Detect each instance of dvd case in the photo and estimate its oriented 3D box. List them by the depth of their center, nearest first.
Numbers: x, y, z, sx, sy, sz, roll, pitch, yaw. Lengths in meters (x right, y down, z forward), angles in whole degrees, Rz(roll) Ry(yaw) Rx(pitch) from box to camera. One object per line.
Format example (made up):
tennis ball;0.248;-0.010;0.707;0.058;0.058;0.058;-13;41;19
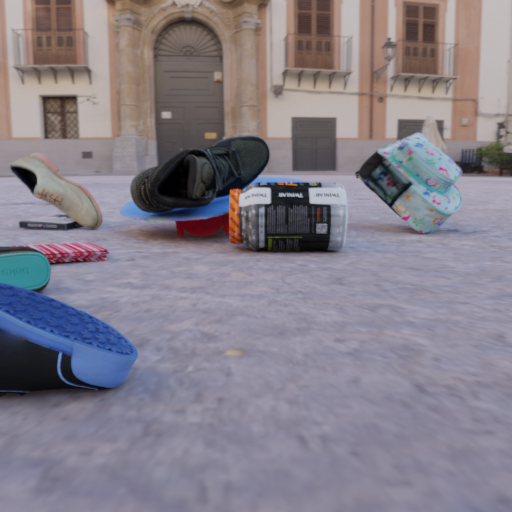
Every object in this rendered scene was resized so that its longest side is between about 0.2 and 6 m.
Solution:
dvd case;-5.246;-0.917;15.083;1.362;0.224;1.812;3;11;12

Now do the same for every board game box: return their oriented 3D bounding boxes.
board game box;-0.928;-1.062;13.897;4.662;0.908;3.684;-19;21;-33

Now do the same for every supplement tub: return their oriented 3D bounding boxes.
supplement tub;0.608;-0.773;11.096;2.247;1.377;1.377;0;10;0

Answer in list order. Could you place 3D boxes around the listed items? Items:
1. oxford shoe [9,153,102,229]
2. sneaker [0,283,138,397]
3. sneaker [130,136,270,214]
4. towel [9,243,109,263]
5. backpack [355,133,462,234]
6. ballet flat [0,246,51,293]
oxford shoe;-5.098;-1.522;14.220;2.686;0.951;0.992;37;31;9
sneaker;-2.388;0.753;4.490;2.723;1.061;0.955;20;6;-11
sneaker;-0.882;-1.801;12.163;3.398;1.299;1.946;-21;14;-26
towel;-3.951;-0.028;10.258;2.143;0.241;1.550;-5;10;-31
backpack;3.956;-1.779;13.788;1.788;2.375;2.108;-44;-9;37
ballet flat;-4.026;0.280;7.183;2.655;0.903;0.908;4;-4;-42
